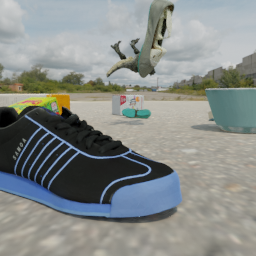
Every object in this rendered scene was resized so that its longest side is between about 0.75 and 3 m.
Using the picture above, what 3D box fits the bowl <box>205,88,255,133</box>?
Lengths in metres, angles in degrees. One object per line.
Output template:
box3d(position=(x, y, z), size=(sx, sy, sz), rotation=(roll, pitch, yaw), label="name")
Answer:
box3d(position=(3.544, -0.546, 8.360), size=(2.428, 1.270, 2.428), rotation=(-1, 6, 0), label="bowl")

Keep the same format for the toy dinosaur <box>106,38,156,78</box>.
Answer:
box3d(position=(0.101, -2.325, 9.367), size=(0.671, 1.246, 2.828), rotation=(-24, -6, 38), label="toy dinosaur")

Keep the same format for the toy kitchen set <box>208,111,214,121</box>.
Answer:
box3d(position=(4.092, -0.504, 11.420), size=(0.987, 0.726, 1.232), rotation=(-5, -12, -34), label="toy kitchen set")

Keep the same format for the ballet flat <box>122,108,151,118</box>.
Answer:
box3d(position=(0.410, -0.633, 12.990), size=(1.404, 0.473, 0.494), rotation=(3, -17, 19), label="ballet flat")

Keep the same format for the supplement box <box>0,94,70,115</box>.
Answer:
box3d(position=(-3.894, -0.722, 10.503), size=(2.982, 1.096, 1.879), rotation=(1, 7, 9), label="supplement box")

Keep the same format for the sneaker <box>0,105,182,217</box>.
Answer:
box3d(position=(-0.644, 0.246, 2.994), size=(2.482, 0.967, 0.870), rotation=(3, 7, 26), label="sneaker")

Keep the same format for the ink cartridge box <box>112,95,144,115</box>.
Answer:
box3d(position=(0.000, -1.243, 15.036), size=(1.452, 1.055, 1.050), rotation=(-4, 8, -30), label="ink cartridge box")

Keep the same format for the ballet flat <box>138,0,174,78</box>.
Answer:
box3d(position=(0.863, -2.607, 8.462), size=(0.761, 2.389, 0.805), rotation=(24, 26, 30), label="ballet flat")

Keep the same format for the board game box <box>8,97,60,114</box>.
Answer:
box3d(position=(-2.712, -0.231, 6.765), size=(0.991, 0.464, 1.951), rotation=(4, 26, 32), label="board game box")
